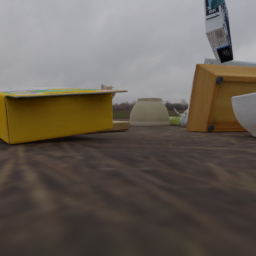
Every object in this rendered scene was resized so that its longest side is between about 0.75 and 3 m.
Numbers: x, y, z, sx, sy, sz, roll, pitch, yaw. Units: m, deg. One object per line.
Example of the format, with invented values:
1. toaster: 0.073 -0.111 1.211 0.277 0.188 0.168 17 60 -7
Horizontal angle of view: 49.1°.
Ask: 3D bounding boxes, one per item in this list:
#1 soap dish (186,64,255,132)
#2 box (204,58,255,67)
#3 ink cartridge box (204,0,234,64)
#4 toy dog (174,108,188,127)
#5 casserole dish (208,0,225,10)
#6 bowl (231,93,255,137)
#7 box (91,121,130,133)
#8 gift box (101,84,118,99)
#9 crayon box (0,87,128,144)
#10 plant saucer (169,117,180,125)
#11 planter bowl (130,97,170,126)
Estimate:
1. soap dish: 2.749 -0.716 7.394 2.268 1.784 0.921 -1 19 -18
2. box: 4.802 -1.660 12.935 2.661 2.648 2.279 16 11 31
3. ink cartridge box: 2.668 -3.347 8.371 0.525 2.677 1.331 -13 -35 28
4. toy dog: 2.483 -0.562 11.070 1.398 1.021 2.119 0 2 -2
5. casserole dish: 2.057 -3.635 6.690 0.354 1.823 1.104 -5 -40 15
6. bowl: 3.173 -0.206 4.882 2.162 0.808 2.165 0 1 -8
7. box: -1.554 -0.032 7.274 2.115 0.275 2.587 2 3 38
8. gift box: -1.049 -1.951 14.713 0.705 0.764 0.713 28 20 16
9. crayon box: -1.515 -0.335 4.969 1.756 0.720 2.793 -8 12 -37
10. plant saucer: 3.010 -0.355 13.609 2.484 0.386 2.484 1 2 0
11. planter bowl: 0.971 -0.738 12.754 1.872 1.260 1.872 -1 2 0
